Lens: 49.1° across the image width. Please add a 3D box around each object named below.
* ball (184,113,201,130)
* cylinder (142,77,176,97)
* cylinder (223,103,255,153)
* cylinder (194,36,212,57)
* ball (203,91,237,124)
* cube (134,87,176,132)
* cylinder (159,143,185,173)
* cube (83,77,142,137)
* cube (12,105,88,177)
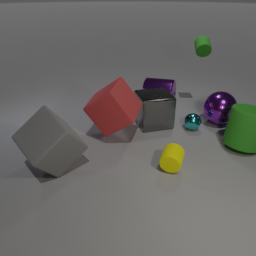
[{"bbox_3d":[2.685,-0.269,11.628,0.700,0.700,0.700,0,28,0],"label":"ball"},{"bbox_3d":[1.514,-1.694,13.587,1.400,1.400,1.400,8,29,18],"label":"cylinder"},{"bbox_3d":[4.305,-0.015,10.122,1.400,1.400,1.400,6,23,-3],"label":"cylinder"},{"bbox_3d":[3.388,-3.687,12.658,0.700,0.700,0.700,1,51,3],"label":"cylinder"},{"bbox_3d":[3.923,-0.855,11.907,1.400,1.400,1.400,0,28,0],"label":"ball"},{"bbox_3d":[1.104,-0.800,11.947,1.400,1.400,1.400,-7,29,-13],"label":"cube"},{"bbox_3d":[1.429,0.970,9.085,0.700,0.700,0.700,9,38,17],"label":"cylinder"},{"bbox_3d":[-0.534,-0.792,10.470,1.400,1.400,1.400,-27,21,30],"label":"cube"},{"bbox_3d":[-2.384,0.440,8.709,1.400,1.400,1.400,-46,60,-4],"label":"cube"}]
